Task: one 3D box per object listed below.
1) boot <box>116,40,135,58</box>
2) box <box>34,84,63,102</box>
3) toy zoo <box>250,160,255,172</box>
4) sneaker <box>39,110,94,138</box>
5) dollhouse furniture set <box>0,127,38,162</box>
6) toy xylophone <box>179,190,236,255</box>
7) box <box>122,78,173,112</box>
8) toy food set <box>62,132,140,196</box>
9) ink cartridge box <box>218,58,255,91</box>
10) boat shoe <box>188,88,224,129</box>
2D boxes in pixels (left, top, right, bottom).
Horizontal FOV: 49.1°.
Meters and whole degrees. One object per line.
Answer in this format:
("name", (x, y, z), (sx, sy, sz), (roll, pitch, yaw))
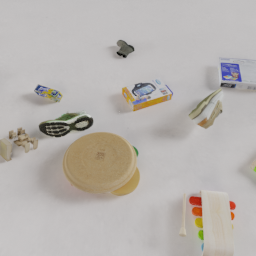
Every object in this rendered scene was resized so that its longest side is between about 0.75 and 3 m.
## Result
("boot", (-0.316, -3.907, 13.820), (1.166, 0.395, 0.762), (34, 62, 28))
("box", (-3.272, -1.429, 11.516), (1.106, 0.387, 0.356), (19, 72, 17))
("toy zoo", (5.600, 1.594, 8.936), (1.796, 0.280, 2.737), (-33, 56, -26))
("sneaker", (-2.313, -0.238, 10.394), (1.960, 0.754, 0.869), (-10, 39, -18))
("dollhouse furniture set", (-3.852, 0.607, 9.751), (0.966, 0.684, 1.052), (32, 34, 25))
("toy xylophone", (2.246, 2.582, 7.876), (1.578, 0.542, 2.155), (12, 49, 10))
("box", (0.875, -1.448, 11.589), (1.976, 0.410, 1.176), (-20, 51, -14))
("toy food set", (-0.870, 1.078, 9.179), (2.506, 0.610, 2.480), (-3, 48, -3))
("ink cartridge box", (4.954, -2.422, 12.474), (1.766, 0.420, 1.787), (7, 47, 8))
("boat shoe", (3.143, -0.732, 10.712), (0.819, 0.894, 2.393), (49, 50, 1))
